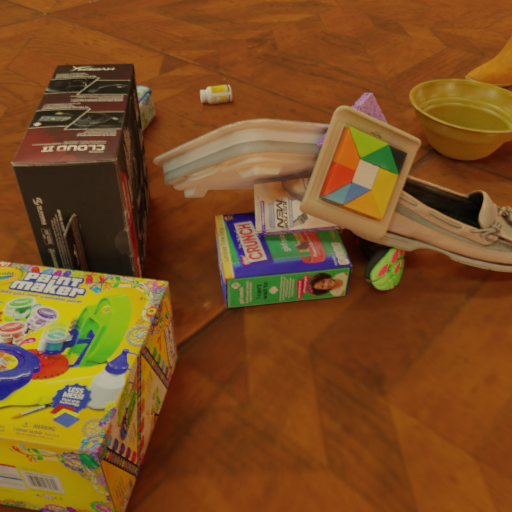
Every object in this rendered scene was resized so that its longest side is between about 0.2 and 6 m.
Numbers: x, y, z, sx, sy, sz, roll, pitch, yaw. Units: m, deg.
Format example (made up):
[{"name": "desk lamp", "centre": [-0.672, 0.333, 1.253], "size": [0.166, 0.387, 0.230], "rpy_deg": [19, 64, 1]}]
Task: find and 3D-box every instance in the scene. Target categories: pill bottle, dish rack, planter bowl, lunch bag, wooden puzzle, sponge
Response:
[{"name": "pill bottle", "centre": [-1.021, -4.075, 14.175], "size": [0.760, 0.426, 0.426], "rpy_deg": [-9, 41, -10]}, {"name": "dish rack", "centre": [0.306, -1.421, 8.906], "size": [3.255, 0.709, 2.793], "rpy_deg": [-5, -1, -39]}, {"name": "planter bowl", "centre": [4.532, -2.816, 12.153], "size": [2.605, 1.085, 2.605], "rpy_deg": [2, 39, -2]}, {"name": "lunch bag", "centre": [-3.379, -3.265, 12.929], "size": [1.650, 0.846, 2.052], "rpy_deg": [6, 40, 11]}, {"name": "wooden puzzle", "centre": [1.475, -1.106, 7.749], "size": [1.420, 1.535, 0.286], "rpy_deg": [17, 10, -23]}, {"name": "sponge", "centre": [1.365, -1.717, 7.882], "size": [1.079, 0.602, 0.161], "rpy_deg": [-47, 36, -12]}]

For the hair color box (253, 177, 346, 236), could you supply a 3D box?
[{"name": "hair color box", "centre": [0.708, -0.764, 8.521], "size": [1.440, 0.787, 0.467], "rpy_deg": [-5, -5, 17]}]

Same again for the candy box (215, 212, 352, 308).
[{"name": "candy box", "centre": [0.366, -0.029, 9.156], "size": [1.966, 0.757, 1.662], "rpy_deg": [-7, 41, -6]}]

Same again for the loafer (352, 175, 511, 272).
[{"name": "loafer", "centre": [3.156, -0.588, 8.749], "size": [3.441, 1.082, 1.237], "rpy_deg": [10, 35, -8]}]

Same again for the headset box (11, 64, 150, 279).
[{"name": "headset box", "centre": [-2.526, -1.055, 8.823], "size": [1.393, 2.685, 3.608], "rpy_deg": [-3, 41, -4]}]

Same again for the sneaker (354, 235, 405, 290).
[{"name": "sneaker", "centre": [2.048, -0.108, 9.383], "size": [0.852, 0.781, 2.034], "rpy_deg": [2, 32, 20]}]

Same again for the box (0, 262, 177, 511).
[{"name": "box", "centre": [-2.533, 1.511, 6.756], "size": [2.540, 1.549, 2.447], "rpy_deg": [6, 40, 6]}]

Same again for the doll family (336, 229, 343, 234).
[{"name": "doll family", "centre": [1.394, -0.987, 10.328], "size": [1.947, 0.764, 1.125], "rpy_deg": [20, 49, 26]}]

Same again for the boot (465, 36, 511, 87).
[{"name": "boot", "centre": [6.975, -5.754, 14.808], "size": [3.009, 2.154, 1.059], "rpy_deg": [-17, 43, -19]}]
